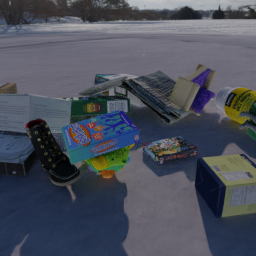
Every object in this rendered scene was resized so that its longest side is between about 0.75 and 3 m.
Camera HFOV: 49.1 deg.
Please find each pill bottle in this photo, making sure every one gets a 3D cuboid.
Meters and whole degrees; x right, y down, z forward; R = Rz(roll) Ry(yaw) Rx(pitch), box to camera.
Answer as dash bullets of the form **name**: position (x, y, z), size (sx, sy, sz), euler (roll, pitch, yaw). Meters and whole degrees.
- **pill bottle**: position (4.461, -0.801, 10.585), size (1.297, 1.297, 2.307), euler (-11, 26, -23)

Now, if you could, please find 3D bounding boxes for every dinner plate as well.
- **dinner plate**: position (-0.998, -1.721, 11.886), size (2.252, 0.273, 2.252), euler (-20, 6, 2)

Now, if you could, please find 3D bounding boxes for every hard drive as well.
- **hard drive**: position (-3.874, 0.635, 8.241), size (2.582, 0.488, 1.804), euler (4, 25, 7)

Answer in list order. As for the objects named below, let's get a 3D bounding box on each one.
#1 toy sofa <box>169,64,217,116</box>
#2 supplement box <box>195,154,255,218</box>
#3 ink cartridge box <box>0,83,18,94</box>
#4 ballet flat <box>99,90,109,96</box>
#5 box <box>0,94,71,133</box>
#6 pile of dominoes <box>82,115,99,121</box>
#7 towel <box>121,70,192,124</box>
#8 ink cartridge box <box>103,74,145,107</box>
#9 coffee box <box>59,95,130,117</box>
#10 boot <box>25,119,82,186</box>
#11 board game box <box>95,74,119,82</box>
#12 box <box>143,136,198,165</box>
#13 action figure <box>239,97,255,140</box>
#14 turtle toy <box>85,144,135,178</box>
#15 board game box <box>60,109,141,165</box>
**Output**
- **toy sofa**: position (2.916, -1.656, 11.537), size (1.344, 1.141, 2.754), euler (31, 35, 17)
- **supplement box**: position (2.366, 1.273, 6.435), size (1.225, 0.823, 1.226), euler (-4, 24, -9)
- **ink cartridge box**: position (-5.046, -1.248, 11.827), size (0.423, 1.127, 0.929), euler (3, 24, 6)
- **ballet flat**: position (-1.353, -1.940, 14.203), size (1.377, 0.498, 0.467), euler (12, 26, 26)
- **box**: position (-3.073, -0.454, 9.090), size (1.741, 1.138, 1.732), euler (5, 1, 31)
- **pile of dominoes**: position (-1.421, -0.392, 11.112), size (0.684, 0.140, 0.877), euler (6, 24, 13)
- **towel**: position (1.550, -1.461, 11.730), size (2.796, 0.501, 2.904), euler (42, 40, 20)
- **ink cartridge box**: position (0.171, -1.902, 13.544), size (1.573, 0.920, 2.712), euler (-18, 30, -40)
- **coffee box**: position (-1.440, -0.918, 11.308), size (2.864, 0.630, 1.761), euler (-4, 12, -8)
- **boot**: position (-1.954, 0.587, 7.069), size (0.678, 1.419, 1.878), euler (-31, 29, -26)
- **board game box**: position (-1.152, -3.045, 17.056), size (1.675, 0.236, 1.133), euler (-1, 23, -3)
- **box**: position (1.278, 0.655, 8.561), size (1.377, 0.259, 0.940), euler (-11, 26, -23)
- **action figure**: position (4.453, 0.338, 8.289), size (0.730, 1.578, 2.671), euler (-31, 40, -10)
- **turtle toy**: position (-0.685, 0.698, 7.589), size (1.838, 0.929, 1.340), euler (21, 42, 41)
- **board game box**: position (-0.747, 0.161, 7.174), size (1.772, 0.399, 1.347), euler (-18, 31, -13)
